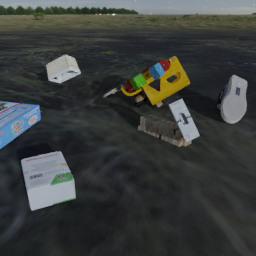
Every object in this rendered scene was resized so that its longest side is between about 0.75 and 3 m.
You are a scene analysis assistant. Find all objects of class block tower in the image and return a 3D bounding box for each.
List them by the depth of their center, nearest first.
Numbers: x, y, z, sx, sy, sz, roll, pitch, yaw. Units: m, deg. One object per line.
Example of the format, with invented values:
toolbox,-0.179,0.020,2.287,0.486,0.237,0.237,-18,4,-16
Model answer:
block tower,0.851,0.031,6.698,0.372,0.398,1.377,-19,29,-40

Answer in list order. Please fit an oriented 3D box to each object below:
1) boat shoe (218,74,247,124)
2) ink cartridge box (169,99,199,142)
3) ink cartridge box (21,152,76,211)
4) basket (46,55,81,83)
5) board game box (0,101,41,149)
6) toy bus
boat shoe,2.954,-0.669,8.155,0.694,0.862,1.858,27,55,4
ink cartridge box,1.179,-0.149,5.848,0.316,0.755,0.544,-25,-22,12
ink cartridge box,-1.361,0.847,4.724,0.711,0.412,0.981,-11,27,-22
basket,-2.445,-2.211,10.514,1.061,0.654,0.719,-19,-8,22
board game box,-3.887,-0.161,6.916,2.671,0.489,2.020,7,27,13
toy bus,0.746,-1.232,8.579,2.149,1.177,2.278,-38,11,-36
